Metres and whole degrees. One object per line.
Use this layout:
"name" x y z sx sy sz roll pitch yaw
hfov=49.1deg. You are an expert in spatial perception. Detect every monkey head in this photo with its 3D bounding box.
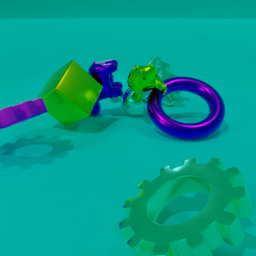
"monkey head" 0.216 -0.978 8.017 1.724 1.240 1.039 20 58 39
"monkey head" 0.450 -1.120 7.041 0.797 1.322 0.951 -30 66 -18

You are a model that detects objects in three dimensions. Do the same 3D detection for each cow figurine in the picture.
"cow figurine" -0.920 -1.137 7.996 1.519 1.544 0.847 -10 28 5
"cow figurine" 1.134 -1.643 9.347 1.657 0.925 1.684 42 32 1

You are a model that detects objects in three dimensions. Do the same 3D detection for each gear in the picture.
"gear" 0.705 1.032 3.661 1.689 0.312 1.689 -26 20 10
"gear" -2.444 -0.191 5.661 1.591 0.294 1.591 -20 7 3

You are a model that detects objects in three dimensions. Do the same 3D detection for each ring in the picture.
"ring" 1.468 -0.562 7.162 2.001 0.400 2.001 0 53 0

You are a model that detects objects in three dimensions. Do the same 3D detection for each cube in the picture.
"cube" -1.502 -0.852 7.146 1.065 1.065 1.065 -19 40 43
